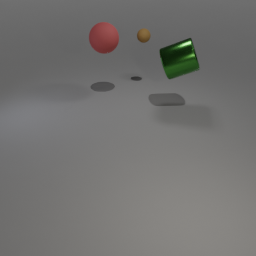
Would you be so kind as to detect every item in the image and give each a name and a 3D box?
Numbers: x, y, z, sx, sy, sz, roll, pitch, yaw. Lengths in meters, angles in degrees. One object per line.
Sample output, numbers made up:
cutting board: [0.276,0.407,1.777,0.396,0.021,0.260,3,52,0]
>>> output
ball: [-1.118,-4.189,13.055,1.400,1.400,1.400,0,30,0]
ball: [0.808,-4.740,14.370,0.700,0.700,0.700,0,30,0]
cylinder: [2.223,-2.953,12.023,1.400,1.400,1.400,-16,25,18]
